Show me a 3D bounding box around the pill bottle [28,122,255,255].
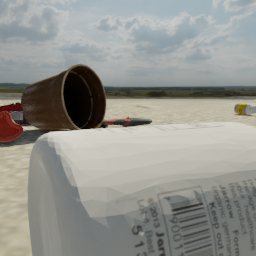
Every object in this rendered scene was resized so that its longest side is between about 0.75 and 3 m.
[{"bbox_3d":[0.399,0.470,1.614,1.752,1.002,1.002,-3,8,-26],"label":"pill bottle"}]

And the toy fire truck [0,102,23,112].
[{"bbox_3d":[-5.565,-0.840,13.453,1.955,0.477,1.379,-16,1,-34],"label":"toy fire truck"}]

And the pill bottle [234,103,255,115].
[{"bbox_3d":[6.219,-0.994,14.777,0.584,0.584,1.120,-4,8,-28],"label":"pill bottle"}]

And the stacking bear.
[{"bbox_3d":[-3.005,0.021,6.866,0.631,0.674,1.109,-45,15,-16],"label":"stacking bear"}]

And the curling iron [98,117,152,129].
[{"bbox_3d":[-0.130,-0.236,9.822,2.584,0.330,0.641,-6,9,-37],"label":"curling iron"}]

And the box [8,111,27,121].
[{"bbox_3d":[-3.910,-0.470,11.050,1.530,0.386,2.140,-1,3,-21],"label":"box"}]

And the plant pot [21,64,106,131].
[{"bbox_3d":[-2.034,-0.782,8.538,1.974,1.994,1.994,-4,4,30],"label":"plant pot"}]
